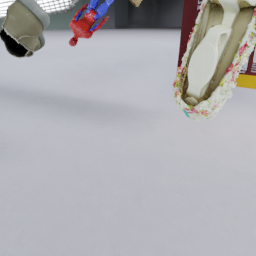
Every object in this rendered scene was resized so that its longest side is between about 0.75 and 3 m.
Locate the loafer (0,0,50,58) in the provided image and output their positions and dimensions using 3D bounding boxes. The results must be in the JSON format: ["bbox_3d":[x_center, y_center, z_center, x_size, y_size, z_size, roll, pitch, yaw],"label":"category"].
[{"bbox_3d":[-2.682,-2.278,6.806,1.011,1.092,2.903,-51,16,-14],"label":"loafer"}]

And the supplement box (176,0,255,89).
[{"bbox_3d":[2.700,-2.366,6.145,2.642,2.678,1.778,14,23,28],"label":"supplement box"}]

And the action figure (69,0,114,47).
[{"bbox_3d":[-1.061,-3.665,8.883,0.862,2.635,0.681,36,-7,-11],"label":"action figure"}]

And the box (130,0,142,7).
[{"bbox_3d":[0.268,-4.311,7.630,1.197,1.464,0.156,31,1,-42],"label":"box"}]

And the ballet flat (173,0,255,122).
[{"bbox_3d":[1.226,-1.263,3.469,0.969,2.562,0.819,21,14,25],"label":"ballet flat"}]
